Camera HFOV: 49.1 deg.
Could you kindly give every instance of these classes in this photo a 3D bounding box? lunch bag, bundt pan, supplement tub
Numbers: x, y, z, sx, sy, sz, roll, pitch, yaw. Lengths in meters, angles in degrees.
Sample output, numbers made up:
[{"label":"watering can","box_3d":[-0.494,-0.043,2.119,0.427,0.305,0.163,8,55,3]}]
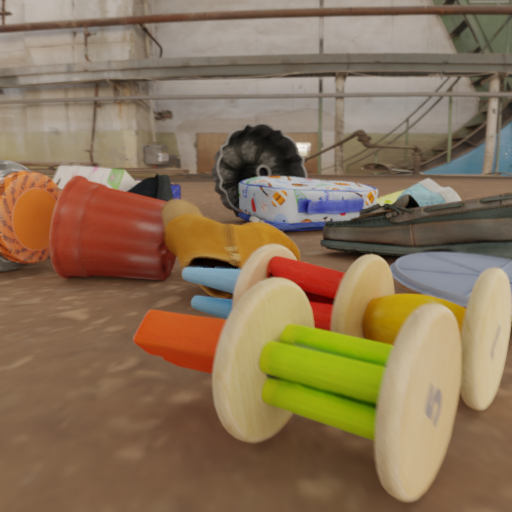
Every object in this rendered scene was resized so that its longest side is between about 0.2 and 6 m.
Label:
[{"label":"lunch bag","box_3d":[1.070,-1.094,12.033,2.834,1.071,2.271,-5,14,-27]},{"label":"bundt pan","box_3d":[-0.013,-1.906,13.350,2.396,2.396,0.899,-5,-1,-27]},{"label":"supplement tub","box_3d":[-3.954,-0.579,7.735,2.463,1.509,1.509,4,11,24]}]

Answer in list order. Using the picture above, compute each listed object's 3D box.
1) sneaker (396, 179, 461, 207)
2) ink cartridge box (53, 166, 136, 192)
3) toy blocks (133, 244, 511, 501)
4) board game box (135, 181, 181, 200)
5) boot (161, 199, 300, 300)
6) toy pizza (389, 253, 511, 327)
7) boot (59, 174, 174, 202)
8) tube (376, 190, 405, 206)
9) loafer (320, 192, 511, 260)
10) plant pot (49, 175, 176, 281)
[{"label":"sneaker","box_3d":[3.690,-0.901,11.993,1.093,0.986,2.667,-29,13,7]},{"label":"ink cartridge box","box_3d":[-3.462,-1.296,11.681,1.694,0.992,0.570,9,-20,22]},{"label":"toy blocks","box_3d":[0.134,0.457,3.673,2.476,0.899,2.064,7,11,36]},{"label":"board game box","box_3d":[-2.928,-1.450,14.423,1.434,0.871,1.799,-6,13,-31]},{"label":"boot","box_3d":[-0.110,0.134,6.382,2.097,0.738,1.501,22,22,-32]},{"label":"toy pizza","box_3d":[2.332,0.343,5.586,1.994,0.316,1.994,4,14,-1]},{"label":"boot","box_3d":[-2.859,-0.859,10.128,2.630,1.196,3.131,2,16,-13]},{"label":"tube","box_3d":[3.931,-1.541,16.062,2.205,0.572,0.640,-16,-20,-42]},{"label":"loafer","box_3d":[2.496,-0.475,8.170,3.222,1.013,1.158,4,2,31]},{"label":"plant pot","box_3d":[-1.688,-0.271,7.068,1.292,1.328,1.328,8,11,4]}]
